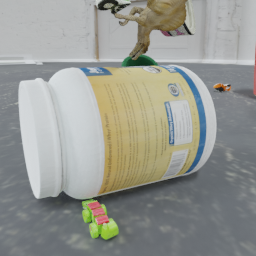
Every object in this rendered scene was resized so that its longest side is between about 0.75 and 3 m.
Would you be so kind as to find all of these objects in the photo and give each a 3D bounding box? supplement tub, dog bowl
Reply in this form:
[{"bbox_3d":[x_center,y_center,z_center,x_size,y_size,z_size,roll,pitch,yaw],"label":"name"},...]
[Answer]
[{"bbox_3d":[-0.205,0.007,4.577,2.750,1.989,1.989,-8,18,-27],"label":"supplement tub"},{"bbox_3d":[1.115,-3.318,7.309,0.740,2.006,2.006,-12,10,27],"label":"dog bowl"}]

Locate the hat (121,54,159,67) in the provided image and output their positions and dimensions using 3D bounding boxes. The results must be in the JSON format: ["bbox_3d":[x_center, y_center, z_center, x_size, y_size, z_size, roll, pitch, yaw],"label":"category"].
[{"bbox_3d":[0.655,-3.009,17.410,2.702,2.378,2.238,-20,67,-25],"label":"hat"}]

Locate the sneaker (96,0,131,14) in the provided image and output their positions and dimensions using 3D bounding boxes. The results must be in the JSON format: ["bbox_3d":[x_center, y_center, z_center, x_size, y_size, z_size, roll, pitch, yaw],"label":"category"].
[{"bbox_3d":[-0.192,-1.623,3.413,0.290,0.335,0.755,-18,8,22],"label":"sneaker"}]

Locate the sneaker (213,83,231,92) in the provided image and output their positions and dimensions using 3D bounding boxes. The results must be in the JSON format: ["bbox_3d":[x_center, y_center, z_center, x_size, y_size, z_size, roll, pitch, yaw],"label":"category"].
[{"bbox_3d":[4.715,-2.056,14.357,1.173,0.444,0.539,-2,8,-34],"label":"sneaker"}]

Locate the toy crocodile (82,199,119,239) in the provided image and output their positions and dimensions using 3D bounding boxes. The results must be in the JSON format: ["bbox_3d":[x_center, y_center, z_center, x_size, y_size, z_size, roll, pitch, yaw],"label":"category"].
[{"bbox_3d":[-0.393,1.171,3.702,0.310,0.284,0.919,-7,17,-23],"label":"toy crocodile"}]

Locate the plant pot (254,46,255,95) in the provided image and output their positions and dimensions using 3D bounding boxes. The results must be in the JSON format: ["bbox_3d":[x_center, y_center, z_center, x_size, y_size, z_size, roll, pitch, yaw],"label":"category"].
[{"bbox_3d":[6.555,-2.419,11.829,2.636,2.333,2.636,4,20,-2],"label":"plant pot"}]

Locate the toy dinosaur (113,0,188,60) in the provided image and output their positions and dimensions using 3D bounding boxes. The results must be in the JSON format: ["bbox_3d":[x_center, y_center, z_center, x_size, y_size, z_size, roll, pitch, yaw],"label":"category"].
[{"bbox_3d":[0.676,-2.541,5.690,1.464,0.842,2.894,22,-30,-27],"label":"toy dinosaur"}]
